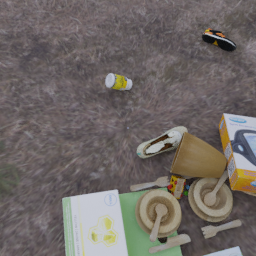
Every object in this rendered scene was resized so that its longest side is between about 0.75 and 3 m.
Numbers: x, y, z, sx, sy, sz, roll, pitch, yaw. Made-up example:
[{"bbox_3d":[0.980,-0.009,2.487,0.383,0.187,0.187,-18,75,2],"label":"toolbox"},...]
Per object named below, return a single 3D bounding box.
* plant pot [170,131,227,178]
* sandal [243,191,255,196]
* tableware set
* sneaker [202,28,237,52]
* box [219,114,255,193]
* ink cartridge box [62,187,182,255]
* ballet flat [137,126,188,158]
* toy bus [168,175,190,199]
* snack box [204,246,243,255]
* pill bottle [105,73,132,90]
[{"bbox_3d":[2.003,0.880,7.828,1.321,1.231,1.231,19,63,9],"label":"plant pot"},{"bbox_3d":[4.018,1.699,7.762,2.566,0.844,0.941,-3,42,-6],"label":"sandal"},{"bbox_3d":[1.599,2.035,7.510,2.849,0.571,1.883,-11,64,-15],"label":"tableware set"},{"bbox_3d":[3.572,-3.452,10.727,1.372,0.480,0.617,28,68,16],"label":"sneaker"},{"bbox_3d":[3.667,0.563,7.998,1.764,0.615,2.963,8,42,2],"label":"box"},{"bbox_3d":[-0.134,2.632,7.142,2.846,0.682,2.071,-8,66,-4],"label":"ink cartridge box"},{"bbox_3d":[1.136,0.476,8.521,1.811,0.565,0.611,-26,94,-12],"label":"ballet flat"},{"bbox_3d":[1.355,1.713,8.010,0.727,0.686,0.376,-35,24,-18],"label":"toy bus"},{"bbox_3d":[2.111,3.268,6.912,1.186,0.843,0.314,-12,62,-7],"label":"snack box"},{"bbox_3d":[-0.299,-1.545,9.526,0.854,0.480,0.480,5,55,-38],"label":"pill bottle"}]
